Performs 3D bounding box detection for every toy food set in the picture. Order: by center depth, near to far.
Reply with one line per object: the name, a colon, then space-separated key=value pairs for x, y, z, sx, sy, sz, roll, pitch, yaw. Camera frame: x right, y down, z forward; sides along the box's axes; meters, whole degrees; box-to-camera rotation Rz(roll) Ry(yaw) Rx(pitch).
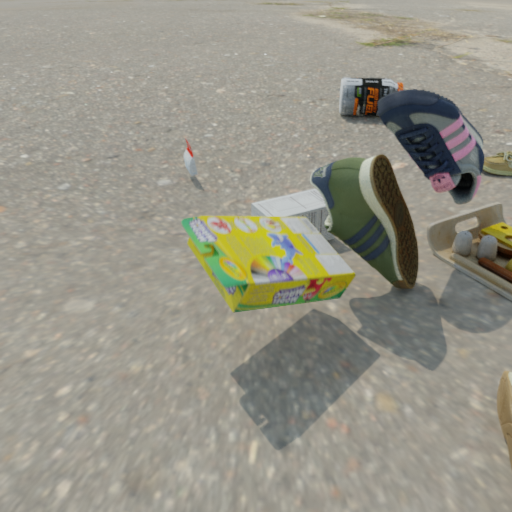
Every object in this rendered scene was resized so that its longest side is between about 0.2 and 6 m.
toy food set: x=4.651 y=-0.128 z=9.623 sx=1.991 sy=0.838 sz=2.775 roll=-17 pitch=36 yaw=-26

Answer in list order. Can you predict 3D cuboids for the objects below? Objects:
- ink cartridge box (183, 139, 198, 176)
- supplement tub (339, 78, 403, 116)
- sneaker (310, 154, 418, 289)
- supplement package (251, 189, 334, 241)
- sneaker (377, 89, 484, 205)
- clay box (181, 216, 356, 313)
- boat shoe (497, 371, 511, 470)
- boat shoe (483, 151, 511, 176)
ink cartridge box: x=-1.554 y=-2.270 z=12.841 sx=0.172 sy=0.728 sz=0.583 roll=-19 pitch=36 yaw=-10
supplement tub: x=3.478 y=-4.829 z=17.033 sx=1.840 sy=1.127 sz=1.127 roll=2 pitch=32 yaw=6
sneaker: x=1.694 y=-0.504 z=8.780 sx=1.204 sy=2.682 sz=0.899 roll=4 pitch=53 yaw=34
supplement package: x=0.710 y=-0.646 z=10.531 sx=1.418 sy=0.777 sz=0.807 roll=-15 pitch=35 yaw=-23
sneaker: x=2.968 y=-1.713 z=9.137 sx=2.871 sy=1.177 sz=1.007 roll=17 pitch=-18 yaw=-42
clay box: x=0.115 y=0.056 z=7.587 sx=2.308 sy=0.549 sz=1.326 roll=-3 pitch=44 yaw=-40
boat shoe: x=3.158 y=2.072 z=6.129 sx=0.700 sy=0.777 sz=2.161 roll=2 pitch=25 yaw=12
boat shoe: x=6.357 y=-2.327 z=13.427 sx=1.982 sy=0.623 sz=0.723 roll=-1 pitch=31 yaw=-1
